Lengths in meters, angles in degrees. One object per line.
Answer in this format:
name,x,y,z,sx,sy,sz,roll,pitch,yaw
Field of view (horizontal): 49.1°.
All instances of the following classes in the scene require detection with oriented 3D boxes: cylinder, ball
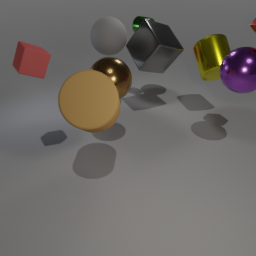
cylinder,0.658,-4.235,11.613,0.700,0.700,0.700,-26,40,-37
cylinder,-0.909,-0.606,7.077,1.400,1.400,1.400,0,-4,0
ball,3.536,-1.761,8.561,1.400,1.400,1.400,0,30,0
cylinder,3.507,-2.843,11.425,1.400,1.400,1.400,-8,75,-13
ball,-0.570,-1.528,8.852,1.400,1.400,1.400,0,30,0
ball,-0.733,-3.473,10.616,1.400,1.400,1.400,0,30,0

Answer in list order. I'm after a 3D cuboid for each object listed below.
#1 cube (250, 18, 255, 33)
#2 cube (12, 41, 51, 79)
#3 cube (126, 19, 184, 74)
cube,4.179,-3.025,8.168,0.700,0.700,0.700,34,8,-30
cube,-2.597,-1.825,7.524,0.700,0.700,0.700,7,24,-39
cube,1.033,-3.175,11.063,1.400,1.400,1.400,-4,59,-41
